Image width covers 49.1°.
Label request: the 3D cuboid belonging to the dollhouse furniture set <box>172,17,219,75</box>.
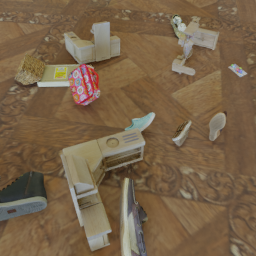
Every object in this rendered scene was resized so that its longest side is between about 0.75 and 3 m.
[{"bbox_3d":[3.133,-3.753,12.742,1.244,1.456,2.810,21,54,19],"label":"dollhouse furniture set"}]

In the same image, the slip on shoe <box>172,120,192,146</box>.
[{"bbox_3d":[2.019,0.174,10.206,0.478,0.381,1.257,-20,20,41],"label":"slip on shoe"}]

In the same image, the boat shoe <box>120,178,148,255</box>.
[{"bbox_3d":[0.169,2.589,7.916,0.783,0.869,2.417,2,54,-5],"label":"boat shoe"}]

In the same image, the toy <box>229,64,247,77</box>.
[{"bbox_3d":[4.974,-2.650,12.642,0.440,0.180,0.764,-26,55,-19],"label":"toy"}]

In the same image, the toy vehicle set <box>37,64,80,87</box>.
[{"bbox_3d":[-2.943,-2.320,12.318,1.884,0.250,1.170,-2,50,-1],"label":"toy vehicle set"}]

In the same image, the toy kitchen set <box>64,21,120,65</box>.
[{"bbox_3d":[-1.669,-4.269,12.956,2.061,1.681,1.859,-20,45,-24],"label":"toy kitchen set"}]

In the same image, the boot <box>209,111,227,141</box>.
[{"bbox_3d":[3.256,-0.306,9.923,0.493,1.362,1.133,25,51,18],"label":"boot"}]

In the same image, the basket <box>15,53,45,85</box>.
[{"bbox_3d":[-4.273,-2.428,12.177,0.924,0.885,1.240,25,42,-30],"label":"basket"}]

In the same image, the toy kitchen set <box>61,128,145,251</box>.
[{"bbox_3d":[-0.392,1.326,7.949,2.595,2.346,2.876,-16,53,-13],"label":"toy kitchen set"}]

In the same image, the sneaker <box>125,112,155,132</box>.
[{"bbox_3d":[0.414,-0.195,10.075,1.252,0.513,0.463,-44,16,-1],"label":"sneaker"}]

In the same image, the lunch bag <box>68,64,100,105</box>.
[{"bbox_3d":[-1.652,-1.726,10.995,1.276,0.593,1.448,-26,75,31],"label":"lunch bag"}]

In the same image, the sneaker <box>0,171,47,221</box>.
[{"bbox_3d":[-3.598,2.036,8.468,2.199,0.822,1.168,-5,45,-15],"label":"sneaker"}]

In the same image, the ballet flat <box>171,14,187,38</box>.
[{"bbox_3d":[2.693,-5.252,14.493,0.678,0.678,1.917,-9,51,-8],"label":"ballet flat"}]
